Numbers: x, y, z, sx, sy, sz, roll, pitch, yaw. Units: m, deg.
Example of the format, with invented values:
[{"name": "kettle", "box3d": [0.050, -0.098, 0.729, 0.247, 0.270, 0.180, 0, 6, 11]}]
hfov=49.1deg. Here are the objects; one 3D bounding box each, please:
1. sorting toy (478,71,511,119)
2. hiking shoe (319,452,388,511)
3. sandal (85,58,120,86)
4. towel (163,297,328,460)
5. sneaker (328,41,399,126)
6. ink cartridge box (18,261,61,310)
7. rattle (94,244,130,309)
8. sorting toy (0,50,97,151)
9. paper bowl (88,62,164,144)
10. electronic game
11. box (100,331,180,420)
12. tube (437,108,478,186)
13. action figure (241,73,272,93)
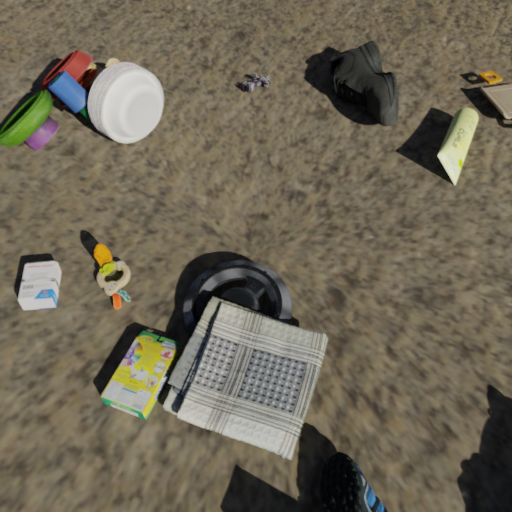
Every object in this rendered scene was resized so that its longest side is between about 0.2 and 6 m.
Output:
[{"name": "sorting toy", "box3d": [6.227, -3.702, 13.548, 1.343, 0.325, 2.385, -8, 51, -12]}, {"name": "hiking shoe", "box3d": [1.436, 3.490, 7.325, 0.719, 0.838, 1.934, -42, 34, 12]}, {"name": "sandal", "box3d": [-3.661, -4.500, 13.857, 2.558, 0.841, 0.938, 27, 55, 21]}, {"name": "towel", "box3d": [-0.155, 1.776, 8.629, 2.141, 0.370, 2.062, 17, 63, 12]}, {"name": "sneaker", "box3d": [2.549, -4.003, 13.430, 1.393, 1.165, 3.069, -12, 43, 2]}, {"name": "ink cartridge box", "box3d": [-3.830, 0.526, 9.951, 0.589, 0.340, 0.807, -4, 50, -3]}, {"name": "rattle", "box3d": [-2.539, 0.356, 9.895, 0.633, 0.695, 0.973, 0, 44, -15]}, {"name": "sorting toy", "box3d": [-4.356, -3.326, 12.699, 1.852, 1.265, 3.083, -6, 49, 45]}, {"name": "paper bowl", "box3d": [-2.729, -3.277, 12.236, 0.875, 1.683, 1.683, 32, 57, 31]}, {"name": "electronic game", "box3d": [-0.320, 0.895, 9.595, 1.875, 0.390, 1.875, -1, 58, 1]}, {"name": "box", "box3d": [-1.783, 1.843, 8.872, 0.768, 0.316, 1.308, 17, 54, 14]}, {"name": "tube", "box3d": [4.429, -2.479, 12.324, 0.618, 0.553, 2.131, 25, 52, 10]}, {"name": "action figure", "box3d": [0.041, -4.372, 14.121, 0.872, 0.302, 0.567, -34, 52, -29]}]
